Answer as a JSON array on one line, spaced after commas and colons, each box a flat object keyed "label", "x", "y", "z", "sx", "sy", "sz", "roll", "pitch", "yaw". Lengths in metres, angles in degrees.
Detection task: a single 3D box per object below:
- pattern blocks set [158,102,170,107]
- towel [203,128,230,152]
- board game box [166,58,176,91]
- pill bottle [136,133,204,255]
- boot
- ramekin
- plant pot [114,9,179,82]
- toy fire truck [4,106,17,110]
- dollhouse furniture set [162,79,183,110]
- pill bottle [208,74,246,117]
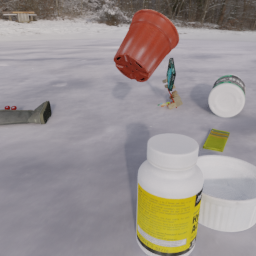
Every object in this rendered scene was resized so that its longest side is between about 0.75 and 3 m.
[{"label": "pattern blocks set", "x": 1.920, "y": -1.188, "z": 14.266, "sx": 0.807, "sy": 0.065, "sz": 0.710, "roll": -3, "pitch": -11, "yaw": -15}, {"label": "towel", "x": 3.415, "y": 0.439, "z": 10.758, "sx": 0.748, "sy": 0.157, "sz": 1.737, "roll": 10, "pitch": 25, "yaw": 24}, {"label": "board game box", "x": 1.925, "y": -2.382, "z": 12.591, "sx": 0.188, "sy": 1.337, "sz": 0.904, "roll": -4, "pitch": 66, "yaw": -1}, {"label": "pill bottle", "x": 0.830, "y": 1.368, "z": 5.720, "sx": 1.314, "sy": 2.362, "sz": 1.314, "roll": 0, "pitch": 23, "yaw": 0}, {"label": "boot", "x": -4.741, "y": -0.653, "z": 12.750, "sx": 2.211, "sy": 0.802, "sz": 2.011, "roll": -7, "pitch": 21, "yaw": 2}, {"label": "ramekin", "x": 2.334, "y": 1.586, "z": 6.960, "sx": 2.056, "sy": 1.002, "sz": 2.056, "roll": 0, "pitch": 23, "yaw": 0}, {"label": "plant pot", "x": 0.341, "y": -1.773, "z": 6.331, "sx": 1.225, "sy": 1.225, "sz": 1.192, "roll": 18, "pitch": 68, "yaw": 36}, {"label": "toy fire truck", "x": -5.544, "y": -0.684, "z": 13.142, "sx": 0.778, "sy": 0.436, "sz": 0.654, "roll": 1, "pitch": 41, "yaw": 5}, {"label": "dollhouse furniture set", "x": 2.218, "y": -1.670, "z": 14.381, "sx": 0.720, "sy": 1.397, "sz": 1.382, "roll": -24, "pitch": 50, "yaw": 9}, {"label": "pill bottle", "x": 4.990, "y": -1.732, "z": 13.969, "sx": 1.643, "sy": 1.643, "sz": 2.905, "roll": 9, "pitch": 24, "yaw": 20}]
